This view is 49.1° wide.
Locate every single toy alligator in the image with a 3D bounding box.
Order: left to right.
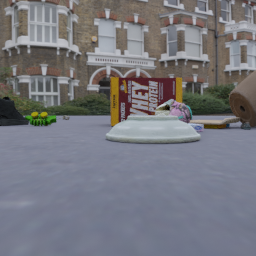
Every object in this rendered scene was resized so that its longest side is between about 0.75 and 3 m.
[{"bbox_3d":[-3.235,-0.282,11.074,1.782,0.528,0.484,1,44,2],"label":"toy alligator"}]

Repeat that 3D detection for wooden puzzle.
[{"bbox_3d":[2.857,-0.149,10.003,1.847,0.344,1.708,-3,1,38],"label":"wooden puzzle"}]

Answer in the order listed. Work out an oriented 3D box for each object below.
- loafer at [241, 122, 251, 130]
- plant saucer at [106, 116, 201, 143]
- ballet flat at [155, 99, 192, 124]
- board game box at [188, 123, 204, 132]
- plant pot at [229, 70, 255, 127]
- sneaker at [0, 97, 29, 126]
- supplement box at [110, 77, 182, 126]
[{"bbox_3d":[3.836,-0.085,9.081,0.277,0.242,0.771,1,3,11],"label":"loafer"},{"bbox_3d":[0.500,-0.013,5.701,1.909,0.479,1.909,0,3,0],"label":"plant saucer"},{"bbox_3d":[1.116,-0.382,7.462,0.711,0.691,1.998,-13,8,-1],"label":"ballet flat"},{"bbox_3d":[1.510,-0.017,8.158,0.996,0.205,0.998,-1,3,-14],"label":"board game box"},{"bbox_3d":[4.952,-1.138,9.865,2.253,2.583,2.583,-28,8,-8],"label":"plant pot"},{"bbox_3d":[-4.951,-0.735,11.736,0.717,1.246,2.389,2,4,15],"label":"sneaker"},{"bbox_3d":[0.638,-1.047,11.793,2.743,1.846,2.781,0,3,-2],"label":"supplement box"}]
